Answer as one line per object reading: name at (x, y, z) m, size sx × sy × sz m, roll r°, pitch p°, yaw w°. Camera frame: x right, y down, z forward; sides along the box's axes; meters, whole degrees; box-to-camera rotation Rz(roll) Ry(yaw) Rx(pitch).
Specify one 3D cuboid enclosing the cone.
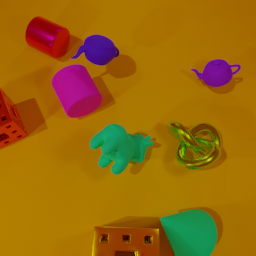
cone at (1.137, 2.293, 6.461) m, size 1.313 × 1.308 × 1.308 m, roll 37°, pitch 67°, yaw -34°

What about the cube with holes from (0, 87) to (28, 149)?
cube with holes at (-3.714, -0.206, 7.766) m, size 1.168 × 1.168 × 1.168 m, roll -26°, pitch 71°, yaw -9°

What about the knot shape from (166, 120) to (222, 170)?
knot shape at (1.814, 0.485, 7.407) m, size 1.741 × 0.805 × 1.630 m, roll 19°, pitch 34°, yaw -7°

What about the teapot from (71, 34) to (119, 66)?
teapot at (-0.867, -2.138, 7.888) m, size 1.510 × 0.740 × 0.939 m, roll -9°, pitch 52°, yaw -35°

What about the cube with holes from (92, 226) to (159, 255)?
cube with holes at (-0.063, 3.006, 6.401) m, size 1.391 × 1.391 × 1.391 m, roll 2°, pitch 71°, yaw 0°

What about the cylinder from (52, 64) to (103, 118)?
cylinder at (-1.471, -1.052, 8.093) m, size 1.124 × 1.124 × 1.124 m, roll -27°, pitch 72°, yaw -10°

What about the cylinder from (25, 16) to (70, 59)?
cylinder at (-2.517, -2.853, 8.842) m, size 1.002 × 1.002 × 1.002 m, roll 27°, pitch 72°, yaw 11°

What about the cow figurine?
cow figurine at (-0.097, 0.400, 7.244) m, size 0.913 × 1.664 × 1.637 m, roll 19°, pitch 54°, yaw 35°

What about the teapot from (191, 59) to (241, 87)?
teapot at (2.519, -1.625, 8.074) m, size 1.373 × 0.672 × 0.854 m, roll -5°, pitch 50°, yaw 15°
